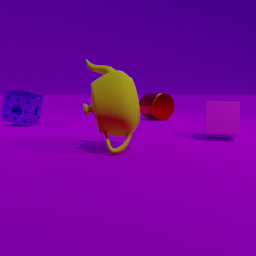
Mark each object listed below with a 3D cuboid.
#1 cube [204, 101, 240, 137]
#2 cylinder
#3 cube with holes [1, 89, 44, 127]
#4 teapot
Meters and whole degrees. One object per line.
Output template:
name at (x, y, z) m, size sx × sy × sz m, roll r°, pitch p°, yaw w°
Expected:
cube at (2.166, -0.197, 6.500) m, size 0.731 × 0.731 × 0.731 m, roll 3°, pitch -4°, yaw 17°
cylinder at (1.117, -0.857, 11.021) m, size 1.042 × 1.042 × 1.042 m, roll -4°, pitch 8°, yaw -28°
cube with holes at (-3.429, -0.677, 9.148) m, size 0.915 × 0.915 × 0.915 m, roll 14°, pitch 12°, yaw 0°
teapot at (-0.347, -0.470, 5.164) m, size 0.962 × 1.964 × 1.221 m, roll -10°, pitch -18°, yaw -8°
